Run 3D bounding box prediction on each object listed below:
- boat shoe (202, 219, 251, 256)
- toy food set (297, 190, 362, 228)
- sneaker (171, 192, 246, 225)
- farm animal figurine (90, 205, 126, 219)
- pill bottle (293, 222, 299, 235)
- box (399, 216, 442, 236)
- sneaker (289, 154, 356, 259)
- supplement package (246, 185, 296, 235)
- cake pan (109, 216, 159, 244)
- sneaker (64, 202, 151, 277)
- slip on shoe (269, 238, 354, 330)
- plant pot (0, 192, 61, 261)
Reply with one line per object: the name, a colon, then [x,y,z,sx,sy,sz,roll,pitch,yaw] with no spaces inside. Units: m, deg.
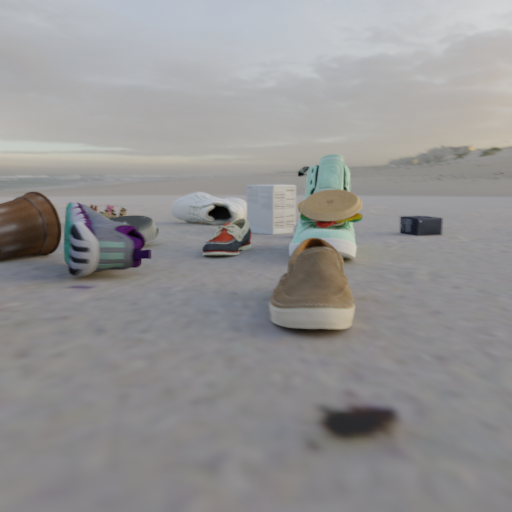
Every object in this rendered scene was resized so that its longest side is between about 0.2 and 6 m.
boat shoe: [-0.537,-0.352,10.864,0.681,0.598,1.913,4,10,17]
toy food set: [1.322,-0.851,9.997,1.142,0.278,1.130,-9,31,-1]
sneaker: [-1.607,-1.464,17.718,2.604,1.014,1.294,1,11,17]
farm animal figurine: [-4.165,-1.022,15.996,1.212,0.632,1.199,3,16,-37]
pill bottle: [1.211,-0.665,13.722,0.441,0.441,0.737,3,8,20]
box: [4.254,-0.783,14.489,0.770,0.460,0.783,-3,8,-21]
sneaker: [1.242,-0.960,10.490,1.182,1.895,3.212,2,9,4]
supplement package: [0.398,-1.253,14.921,0.964,1.271,0.957,7,10,42]
cake pan: [-2.862,-0.530,11.939,1.562,0.286,1.562,-4,21,1]
sneaker: [-2.427,-0.225,8.921,1.151,0.978,2.629,2,16,-22]
slip on shoe: [0.632,0.252,6.025,0.865,0.689,2.276,1,8,11]
plant pot: [-4.334,-0.456,9.941,1.212,1.212,1.200,5,17,30]
